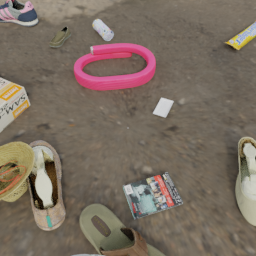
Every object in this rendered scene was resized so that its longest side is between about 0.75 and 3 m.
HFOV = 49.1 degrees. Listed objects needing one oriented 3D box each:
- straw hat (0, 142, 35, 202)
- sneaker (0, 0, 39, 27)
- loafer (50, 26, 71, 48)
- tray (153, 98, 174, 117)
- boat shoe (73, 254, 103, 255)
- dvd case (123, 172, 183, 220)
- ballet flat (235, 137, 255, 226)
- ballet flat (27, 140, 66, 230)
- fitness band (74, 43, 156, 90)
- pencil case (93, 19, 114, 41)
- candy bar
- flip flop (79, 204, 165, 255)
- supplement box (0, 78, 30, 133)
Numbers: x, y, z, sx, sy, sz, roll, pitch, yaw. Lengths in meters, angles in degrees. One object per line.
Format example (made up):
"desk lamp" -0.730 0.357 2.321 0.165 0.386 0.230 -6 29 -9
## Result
"straw hat" -2.752 1.243 6.411 1.901 0.805 1.901 -15 40 13
"sneaker" -5.079 -5.117 12.006 2.523 1.035 0.885 10 49 9
"loafer" -2.709 -3.619 11.067 0.472 0.437 1.255 15 50 13
"tray" 1.088 -0.615 8.611 0.420 0.087 0.782 19 51 15
"boat shoe" -0.532 2.095 4.312 1.088 0.363 0.400 2 40 -3
"dvd case" 0.571 1.577 6.619 1.197 0.132 0.874 -14 49 -13
"ballet flat" 2.919 1.124 6.595 0.784 0.784 2.257 7 48 6
"ballet flat" -1.982 1.052 6.582 0.890 0.880 2.616 -18 50 -15
"fitness band" -0.454 -2.162 9.712 2.827 0.529 2.030 -7 49 -5
"pencil case" -1.025 -3.974 11.344 0.510 0.467 1.124 19 27 -47
"candy bar" 4.829 -3.785 11.326 2.622 0.291 0.654 -37 58 -28
"flip flop" -0.090 2.320 5.570 0.969 0.688 2.389 -36 57 -28
"supplement box" -4.274 -0.893 8.368 2.175 0.800 1.371 21 52 18
